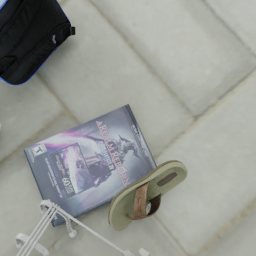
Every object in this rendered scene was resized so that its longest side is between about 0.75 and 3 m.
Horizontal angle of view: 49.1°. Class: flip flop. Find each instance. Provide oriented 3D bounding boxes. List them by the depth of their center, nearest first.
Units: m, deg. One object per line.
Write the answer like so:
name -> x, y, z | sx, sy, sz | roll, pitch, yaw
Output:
flip flop -> 0.461, 1.625, 6.378 | 2.250, 0.648, 0.913 | -38, 127, 7

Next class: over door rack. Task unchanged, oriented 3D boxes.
over door rack -> -1.190, 3.056, 5.942 | 2.778, 0.925, 2.053 | 28, 40, 1

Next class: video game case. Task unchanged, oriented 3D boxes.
video game case -> -0.901, 0.903, 7.106 | 2.933, 0.278, 2.095 | -24, 82, -2

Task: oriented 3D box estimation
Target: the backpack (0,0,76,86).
backpack -> -2.781, -2.319, 6.631 | 1.713, 2.133, 2.331 | 25, 75, 23
